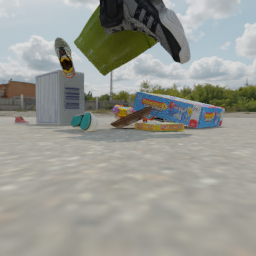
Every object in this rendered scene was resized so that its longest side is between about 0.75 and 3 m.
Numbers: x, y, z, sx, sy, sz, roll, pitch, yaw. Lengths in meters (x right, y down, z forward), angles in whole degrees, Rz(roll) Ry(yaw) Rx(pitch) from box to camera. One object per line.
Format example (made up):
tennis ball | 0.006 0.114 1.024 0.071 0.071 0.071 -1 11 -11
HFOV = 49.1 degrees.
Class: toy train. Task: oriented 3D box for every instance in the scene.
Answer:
toy train | 0.237 -0.479 11.479 1.830 0.678 2.436 8 6 -6

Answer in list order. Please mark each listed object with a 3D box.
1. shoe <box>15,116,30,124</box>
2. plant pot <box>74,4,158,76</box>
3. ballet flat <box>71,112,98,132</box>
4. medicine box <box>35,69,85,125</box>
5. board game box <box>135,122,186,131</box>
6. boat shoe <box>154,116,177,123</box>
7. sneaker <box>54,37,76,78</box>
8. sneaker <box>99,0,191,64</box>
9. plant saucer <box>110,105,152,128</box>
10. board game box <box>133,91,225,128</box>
shoe | -4.771 -0.346 12.590 0.777 0.353 0.277 1 3 21
plant pot | -0.477 -2.914 8.950 2.183 2.267 2.267 -41 -1 5
ballet flat | -1.046 -0.128 7.287 0.516 0.516 1.486 -1 2 -28
medicine box | -3.077 -1.286 12.468 1.267 2.243 2.462 -2 3 -39
board game box | 0.833 -0.039 7.584 0.794 0.249 1.662 -2 6 -18
boat shoe | 2.104 -0.701 13.707 0.864 0.934 2.529 3 0 -35
sneaker | -2.232 -2.553 9.987 0.574 1.475 0.606 -21 -1 -8
sneaker | 0.295 -2.654 7.211 1.680 2.953 1.114 -31 0 11
plant saucer | 0.141 -0.307 8.667 1.431 0.262 1.431 -23 4 2
board game box | 1.823 -0.648 9.753 2.415 0.675 2.364 18 12 32
